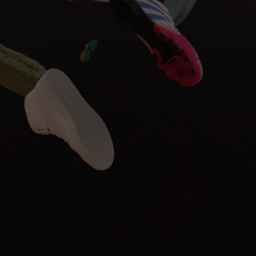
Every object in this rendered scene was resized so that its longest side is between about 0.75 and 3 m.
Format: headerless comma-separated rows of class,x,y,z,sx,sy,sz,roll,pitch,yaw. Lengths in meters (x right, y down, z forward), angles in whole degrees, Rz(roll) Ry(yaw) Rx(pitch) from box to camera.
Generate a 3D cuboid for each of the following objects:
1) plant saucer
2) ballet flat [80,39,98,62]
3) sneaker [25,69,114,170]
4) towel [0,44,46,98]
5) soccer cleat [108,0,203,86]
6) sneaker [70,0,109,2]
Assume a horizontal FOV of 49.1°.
plant saucer,1.497,-3.577,7.515,0.431,2.238,2.238,17,29,-13
ballet flat,-1.125,-2.191,7.871,0.275,0.275,0.777,15,68,23
sneaker,-0.964,0.007,4.449,0.970,1.678,0.618,-28,5,42
towel,-2.402,-1.182,5.772,2.097,1.555,0.383,27,70,9
soccer cleat,0.773,-2.118,6.145,2.651,0.926,1.144,44,52,-9
sneaker,-1.492,-4.678,9.508,1.925,0.709,1.112,8,8,-20
